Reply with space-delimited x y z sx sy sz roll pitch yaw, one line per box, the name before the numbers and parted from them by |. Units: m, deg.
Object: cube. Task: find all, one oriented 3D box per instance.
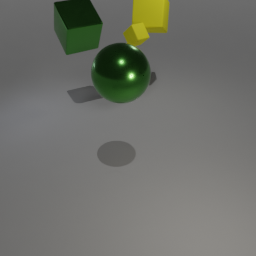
cube | 1.046 -5.158 12.732 1.400 1.400 1.400 6 11 16
cube | -1.956 -3.922 10.818 1.400 1.400 1.400 -20 71 -22
cube | 0.348 -3.968 11.978 0.700 0.700 0.700 -26 2 -35

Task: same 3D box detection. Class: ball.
ball | -0.166 -1.275 6.575 1.400 1.400 1.400 0 32 0
